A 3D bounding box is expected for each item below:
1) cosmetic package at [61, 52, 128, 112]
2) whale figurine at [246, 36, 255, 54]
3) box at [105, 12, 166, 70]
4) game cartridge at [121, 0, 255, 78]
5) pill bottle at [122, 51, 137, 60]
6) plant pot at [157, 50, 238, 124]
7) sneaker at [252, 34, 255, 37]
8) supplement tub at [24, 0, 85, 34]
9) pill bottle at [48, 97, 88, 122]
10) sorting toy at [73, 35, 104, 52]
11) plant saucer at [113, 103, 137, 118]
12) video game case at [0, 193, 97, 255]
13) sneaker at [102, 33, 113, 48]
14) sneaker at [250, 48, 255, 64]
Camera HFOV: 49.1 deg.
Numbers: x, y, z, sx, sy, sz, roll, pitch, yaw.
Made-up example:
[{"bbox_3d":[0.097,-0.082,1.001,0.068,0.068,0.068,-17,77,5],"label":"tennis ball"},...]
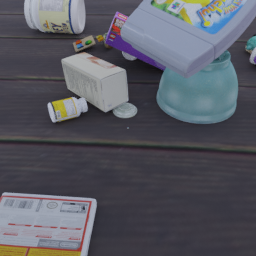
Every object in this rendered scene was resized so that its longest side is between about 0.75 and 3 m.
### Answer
[{"bbox_3d":[-1.100,-1.566,9.128,0.991,1.175,2.272,-28,43,-29],"label":"cosmetic package"},{"bbox_3d":[5.603,-3.482,11.992,1.048,0.683,1.317,2,39,2],"label":"whale figurine"},{"bbox_3d":[0.660,-3.361,11.007,2.925,0.572,2.002,22,39,-12],"label":"box"},{"bbox_3d":[1.486,-2.490,5.546,1.978,0.600,2.967,37,83,21],"label":"game cartridge"},{"bbox_3d":[0.233,-3.523,11.985,0.754,0.754,1.387,7,39,8],"label":"pill bottle"},{"bbox_3d":[2.255,-1.601,8.853,2.607,1.747,2.607,0,40,0],"label":"plant pot"},{"bbox_3d":[6.600,-3.834,12.425,2.025,0.748,0.820,30,45,30],"label":"sneaker"},{"bbox_3d":[-3.509,-5.621,13.688,2.537,1.839,1.839,4,39,5],"label":"supplement tub"},{"bbox_3d":[-1.817,-0.585,8.498,1.092,0.612,0.612,-16,42,-21],"label":"pill bottle"},{"bbox_3d":[-1.796,-3.922,12.632,1.390,0.186,1.035,-23,41,-1],"label":"sorting toy"},{"bbox_3d":[-0.096,-0.611,8.861,0.775,0.195,0.775,0,39,0],"label":"plant saucer"},{"bbox_3d":[-1.828,2.461,5.032,2.092,0.255,2.926,3,39,3],"label":"video game case"},{"bbox_3d":[-0.919,-4.031,12.834,0.674,0.503,1.501,12,35,14],"label":"sneaker"},{"bbox_3d":[6.132,-2.809,11.060,2.449,0.985,1.083,-15,48,-12],"label":"sneaker"}]
